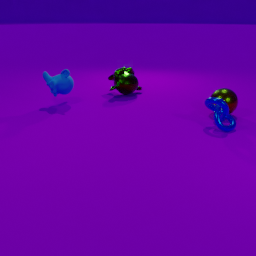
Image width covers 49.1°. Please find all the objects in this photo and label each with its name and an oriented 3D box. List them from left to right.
[{"bbox_3d":[-2.576,-1.750,10.455,0.916,1.094,1.520,-34,-7,-21],"label":"monkey head"},{"bbox_3d":[-0.243,-1.930,11.970,1.855,1.118,1.334,-8,-3,-44],"label":"monkey head"},{"bbox_3d":[2.780,-0.528,8.540,0.561,1.136,1.214,-29,38,17],"label":"knot shape"},{"bbox_3d":[3.273,-0.895,9.595,0.940,0.940,0.940,0,23,0],"label":"ball"}]
